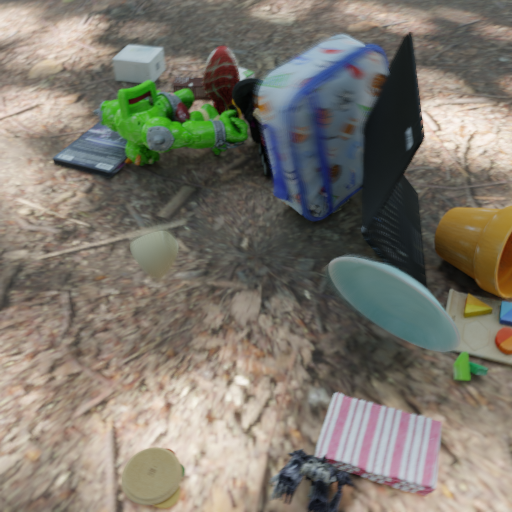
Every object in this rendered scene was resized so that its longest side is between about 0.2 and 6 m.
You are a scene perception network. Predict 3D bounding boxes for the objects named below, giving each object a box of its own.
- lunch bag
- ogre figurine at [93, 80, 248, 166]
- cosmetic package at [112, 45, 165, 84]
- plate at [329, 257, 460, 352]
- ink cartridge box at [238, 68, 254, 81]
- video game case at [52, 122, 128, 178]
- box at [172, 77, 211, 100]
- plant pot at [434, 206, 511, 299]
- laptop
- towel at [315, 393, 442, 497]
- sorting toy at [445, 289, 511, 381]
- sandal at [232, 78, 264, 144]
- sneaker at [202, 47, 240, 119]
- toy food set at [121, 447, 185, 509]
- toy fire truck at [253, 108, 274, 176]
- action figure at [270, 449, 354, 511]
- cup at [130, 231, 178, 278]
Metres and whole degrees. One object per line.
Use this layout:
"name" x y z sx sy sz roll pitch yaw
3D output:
"lunch bag" 1.364 -2.295 10.816 2.635 3.289 1.243 -37 49 -18
"ogre figurine" -2.177 -3.143 12.932 2.223 1.819 3.708 -21 56 -38
"cosmetic package" -3.447 -5.657 16.546 1.142 0.702 1.139 8 42 11
"plate" 2.029 0.647 8.222 2.151 2.151 0.275 29 70 29
"ink cartridge box" -0.729 -5.041 16.012 1.129 0.476 0.825 26 48 26
"video game case" -3.599 -2.676 13.567 1.576 0.209 2.206 15 43 16
"box" -1.701 -4.670 15.636 1.199 0.449 0.600 1 41 -1
"plant pot" 4.050 -0.221 9.948 1.569 1.569 1.436 -28 34 -28
"laptop" 2.637 -1.346 9.208 1.670 3.233 2.866 -24 40 33
"towel" 1.692 2.510 7.664 1.582 0.237 1.158 13 40 14
"sorting toy" 3.745 1.335 8.975 1.479 0.294 2.000 15 43 16
"sandal" 0.118 -3.169 12.697 0.891 2.371 0.567 -20 67 7
"sneaker" -0.818 -4.125 13.499 0.884 2.272 0.933 0 62 -1
"toy food set" -1.346 2.871 7.322 0.817 0.199 0.808 3 42 4
"toy fire truck" 0.368 -2.704 12.598 0.975 1.515 1.333 -4 42 -6
"action figure" 0.634 2.814 6.795 0.937 1.576 0.804 26 84 20
"cup" -1.428 -0.089 8.193 0.485 0.678 0.678 -40 42 16
